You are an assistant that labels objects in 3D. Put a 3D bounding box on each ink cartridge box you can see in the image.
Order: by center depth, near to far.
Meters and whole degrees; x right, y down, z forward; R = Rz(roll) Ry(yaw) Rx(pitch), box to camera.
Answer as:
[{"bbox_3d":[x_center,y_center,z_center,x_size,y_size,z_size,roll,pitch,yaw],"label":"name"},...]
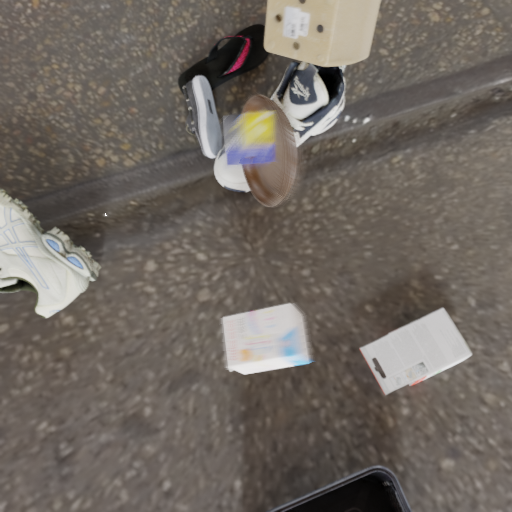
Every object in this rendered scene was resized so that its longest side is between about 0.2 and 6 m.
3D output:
[{"bbox_3d":[0.075,1.252,8.209,1.192,0.746,0.766,-13,67,12],"label":"ink cartridge box"},{"bbox_3d":[-0.112,-1.813,8.636,0.753,0.179,0.762,-5,79,1],"label":"ink cartridge box"},{"bbox_3d":[2.662,1.653,9.500,1.669,0.420,0.909,-23,68,-9],"label":"ink cartridge box"}]

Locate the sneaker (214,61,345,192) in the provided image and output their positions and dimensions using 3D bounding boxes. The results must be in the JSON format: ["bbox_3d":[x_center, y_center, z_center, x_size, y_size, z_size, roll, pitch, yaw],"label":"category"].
[{"bbox_3d":[0.530,-2.635,10.445,3.189,2.075,1.273,-33,77,-15],"label":"sneaker"}]

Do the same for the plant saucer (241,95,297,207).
[{"bbox_3d":[0.212,-1.761,9.434,0.297,1.851,1.851,-11,65,-24],"label":"plant saucer"}]

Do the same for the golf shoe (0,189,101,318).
[{"bbox_3d":[-4.354,-0.155,9.940,3.089,1.209,1.502,34,76,15],"label":"golf shoe"}]

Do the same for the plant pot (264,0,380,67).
[{"bbox_3d":[1.011,-4.078,9.346,1.717,1.715,1.520,21,44,16],"label":"plant pot"}]

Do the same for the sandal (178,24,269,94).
[{"bbox_3d":[-0.619,-4.274,12.066,2.470,0.557,0.928,-40,72,-16],"label":"sandal"}]

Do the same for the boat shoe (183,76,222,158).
[{"bbox_3d":[-1.172,-2.776,11.399,0.600,0.634,1.812,-17,78,25],"label":"boat shoe"}]

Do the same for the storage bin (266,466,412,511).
[{"bbox_3d":[1.091,4.186,7.995,2.357,1.105,1.593,-20,68,-8],"label":"storage bin"}]
